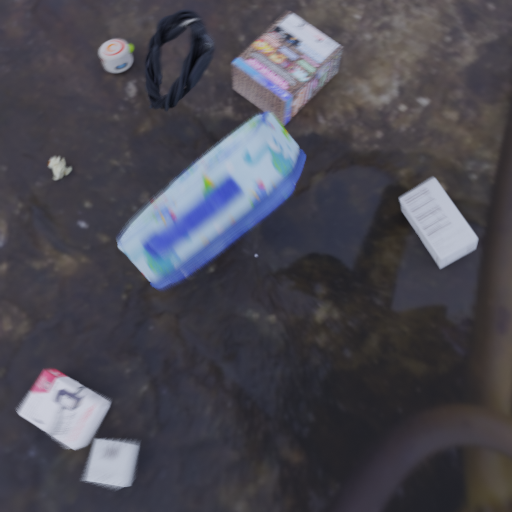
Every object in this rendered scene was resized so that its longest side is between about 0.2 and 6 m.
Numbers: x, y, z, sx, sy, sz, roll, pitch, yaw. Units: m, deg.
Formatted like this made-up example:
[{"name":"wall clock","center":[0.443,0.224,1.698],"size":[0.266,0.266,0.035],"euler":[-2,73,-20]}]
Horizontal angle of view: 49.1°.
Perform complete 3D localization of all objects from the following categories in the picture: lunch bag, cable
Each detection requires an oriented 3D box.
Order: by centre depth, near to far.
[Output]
[{"name":"lunch bag","center":[-0.608,-0.782,7.968],"size":[2.676,2.151,1.103],"euler":[-36,102,20]},{"name":"cable","center":[-1.368,-3.076,8.884],"size":[1.614,0.410,1.317],"euler":[-51,61,27]}]

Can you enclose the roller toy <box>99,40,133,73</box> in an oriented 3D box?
[{"name":"roller toy","center":[-2.598,-3.684,10.380],"size":[0.594,0.415,0.542],"euler":[14,63,13]}]

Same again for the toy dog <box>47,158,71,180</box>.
[{"name":"toy dog","center":[-3.447,-1.542,9.712],"size":[0.372,0.259,0.360],"euler":[46,112,13]}]

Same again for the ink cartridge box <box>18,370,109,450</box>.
[{"name":"ink cartridge box","center":[-2.779,2.224,8.147],"size":[1.006,0.424,0.729],"euler":[28,83,9]}]

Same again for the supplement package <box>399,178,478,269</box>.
[{"name":"supplement package","center":[2.906,-0.518,8.979],"size":[0.656,0.681,1.197],"euler":[-31,70,9]}]

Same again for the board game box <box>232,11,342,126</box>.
[{"name":"board game box","center":[0.546,-3.378,10.081],"size":[1.246,0.757,1.563],"euler":[40,75,13]}]

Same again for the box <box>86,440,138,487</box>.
[{"name":"box","center":[-2.043,2.947,7.973],"size":[0.565,0.371,0.568],"euler":[7,70,4]}]
